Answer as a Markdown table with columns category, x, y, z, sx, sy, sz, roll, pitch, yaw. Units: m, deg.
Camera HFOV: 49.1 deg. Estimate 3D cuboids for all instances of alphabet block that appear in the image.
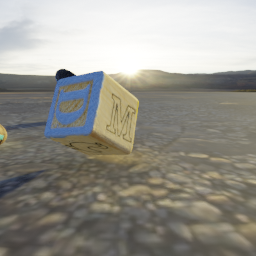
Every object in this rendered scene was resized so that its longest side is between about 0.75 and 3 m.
| category | x | y | z | sx | sy | sz | roll | pitch | yaw |
| --- | --- | --- | --- | --- | --- | --- | --- | --- | --- |
| alphabet block | -0.540 | -0.178 | 4.467 | 1.005 | 1.011 | 1.029 | -3 | -22 | 35 |

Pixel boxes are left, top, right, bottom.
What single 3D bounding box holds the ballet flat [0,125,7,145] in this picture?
| category | x | y | z | sx | sy | sz | roll | pitch | yaw |
| --- | --- | --- | --- | --- | --- | --- | --- | --- | --- |
| ballet flat | -3.522 | -0.044 | 6.070 | 2.918 | 0.990 | 1.056 | 8 | -9 | 40 |

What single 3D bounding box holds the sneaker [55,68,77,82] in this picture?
| category | x | y | z | sx | sy | sz | roll | pitch | yaw |
| --- | --- | --- | --- | --- | --- | --- | --- | --- | --- |
| sneaker | -1.902 | -1.205 | 10.529 | 0.975 | 0.820 | 2.488 | -8 | -37 | 42 |
